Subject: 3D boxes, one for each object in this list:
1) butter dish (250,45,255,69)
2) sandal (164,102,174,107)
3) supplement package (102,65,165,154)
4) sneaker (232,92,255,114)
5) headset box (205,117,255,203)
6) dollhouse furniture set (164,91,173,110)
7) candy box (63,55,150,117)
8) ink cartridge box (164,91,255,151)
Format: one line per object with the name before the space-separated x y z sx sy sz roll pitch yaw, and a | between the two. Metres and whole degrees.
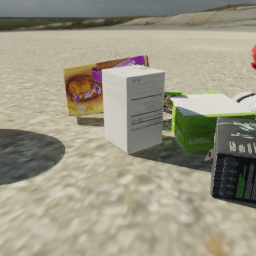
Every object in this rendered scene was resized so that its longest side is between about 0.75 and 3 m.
butter dish | 7.514 -3.912 15.517 2.071 1.531 2.065 44 32 -4
sandal | 1.072 -1.016 10.007 1.407 0.337 0.529 12 26 27
supplement package | 0.125 -0.503 6.870 1.103 1.842 1.117 -15 27 -31
sneaker | 4.518 -0.641 8.395 2.589 0.973 1.488 -12 26 -14
headset box | 2.582 0.588 5.432 2.075 0.963 1.807 6 24 15
dollhouse furniture set | 0.353 -0.553 9.105 1.779 0.869 1.517 -41 50 -16
candy box | -0.560 -1.207 8.377 2.535 1.479 0.716 -6 0 11
ink cartridge box | 2.055 -0.333 7.702 1.748 0.896 2.365 -3 22 -6
